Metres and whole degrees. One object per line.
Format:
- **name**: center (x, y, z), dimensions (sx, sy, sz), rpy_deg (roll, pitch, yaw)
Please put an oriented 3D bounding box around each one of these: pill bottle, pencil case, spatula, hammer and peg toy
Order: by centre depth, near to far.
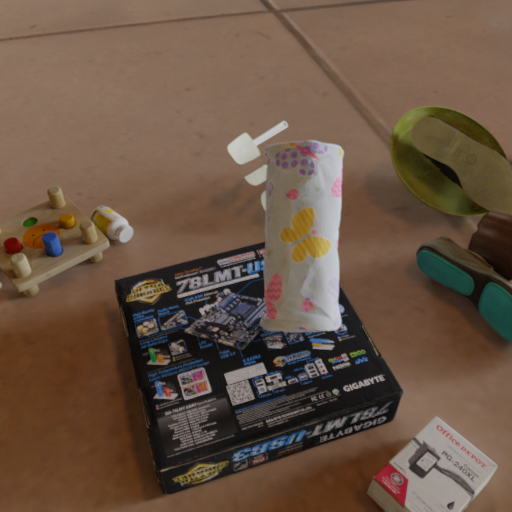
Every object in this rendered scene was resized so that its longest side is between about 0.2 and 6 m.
- **pencil case**: center (0.573, -0.220, 7.020), dimensions (1.012, 2.434, 1.104), rpy_deg (1, 1, 1)
- **hammer and peg toy**: center (-3.755, -0.080, 9.075), dimensions (2.309, 0.814, 1.698), rpy_deg (-32, 54, -28)
- **pill bottle**: center (-2.515, -0.540, 9.806), dimensions (0.759, 0.425, 0.425), rpy_deg (33, 53, 28)
- **spatula**: center (0.370, -1.786, 10.488), dimensions (1.445, 0.167, 2.078), rpy_deg (55, 45, -7)

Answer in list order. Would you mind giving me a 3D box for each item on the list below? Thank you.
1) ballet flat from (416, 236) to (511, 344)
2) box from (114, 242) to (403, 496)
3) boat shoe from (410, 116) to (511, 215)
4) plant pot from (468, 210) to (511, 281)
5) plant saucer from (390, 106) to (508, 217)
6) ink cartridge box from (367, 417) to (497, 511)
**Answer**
- **ballet flat**: center (3.537, 0.455, 8.514), dimensions (0.776, 0.821, 2.437), rpy_deg (-24, 48, -27)
- **box**: center (-0.134, 1.223, 7.730), dimensions (3.151, 0.783, 3.127), rpy_deg (-14, 45, -14)
- **boat shoe**: center (3.870, -1.673, 10.169), dimensions (2.390, 0.874, 0.749), rpy_deg (43, 24, 13)
- **plant pot**: center (4.151, -0.106, 8.920), dimensions (1.217, 1.217, 1.205), rpy_deg (-34, 45, -30)
- **plant saucer**: center (3.599, -1.738, 10.585), dimensions (2.456, 0.382, 2.456), rpy_deg (6, 64, -11)
- **ink cartridge box**: center (2.036, 2.592, 6.488), dimensions (1.212, 0.505, 0.880), rpy_deg (-31, 52, -28)
